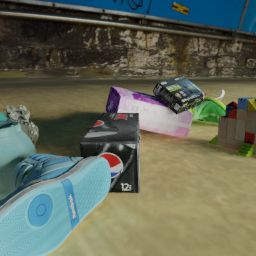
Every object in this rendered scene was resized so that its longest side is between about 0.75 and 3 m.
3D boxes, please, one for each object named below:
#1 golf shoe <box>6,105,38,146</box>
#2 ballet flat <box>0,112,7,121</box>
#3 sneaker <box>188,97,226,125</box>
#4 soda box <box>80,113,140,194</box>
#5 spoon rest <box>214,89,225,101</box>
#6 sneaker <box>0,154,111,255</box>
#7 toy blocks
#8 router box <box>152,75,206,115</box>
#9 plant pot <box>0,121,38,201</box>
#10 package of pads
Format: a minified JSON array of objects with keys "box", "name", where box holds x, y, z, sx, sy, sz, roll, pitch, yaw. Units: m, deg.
[{"box":[-2.463,0.154,6.463,0.620,0.770,1.583,0,36,-28],"name":"golf shoe"},{"box":[-4.480,0.121,7.582,0.862,0.912,2.707,-24,1,25],"name":"ballet flat"},{"box":[2.250,-0.565,10.052,2.955,1.235,1.094,21,-19,25],"name":"sneaker"},{"box":[-0.247,0.345,5.942,1.021,0.914,2.887,1,12,2],"name":"soda box"},{"box":[3.949,-1.287,12.348,0.424,0.854,0.259,23,26,-21],"name":"spoon rest"},{"box":[-1.297,0.928,3.745,1.389,0.846,2.128,2,10,27],"name":"sneaker"},{"box":[3.020,-0.123,6.819,1.043,1.427,2.088,-8,15,-34],"name":"toy blocks"},{"box":[1.497,-0.990,8.086,1.327,0.412,0.994,-22,58,-43],"name":"router box"},{"box":[-2.379,0.466,4.957,1.628,1.091,1.628,-1,11,0],"name":"plant pot"},{"box":[0.601,-0.484,8.311,2.373,0.898,1.430,11,16,-19],"name":"package of pads"}]
